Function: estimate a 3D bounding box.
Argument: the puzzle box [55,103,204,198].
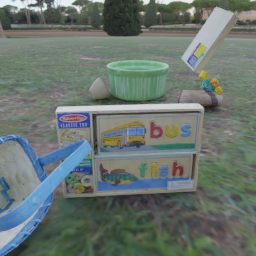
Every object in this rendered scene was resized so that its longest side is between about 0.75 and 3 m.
[{"bbox_3d":[0.054,0.424,5.196,2.603,1.732,0.331,-2,20,-5],"label":"puzzle box"}]

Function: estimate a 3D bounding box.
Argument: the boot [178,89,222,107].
[{"bbox_3d":[2.653,-0.997,10.167,1.462,0.703,2.000,9,24,16],"label":"boot"}]

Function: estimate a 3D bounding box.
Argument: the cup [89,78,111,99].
[{"bbox_3d":[-1.206,-1.528,11.423,0.628,0.878,0.878,-33,29,-7],"label":"cup"}]

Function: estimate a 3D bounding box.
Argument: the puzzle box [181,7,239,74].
[{"bbox_3d":[2.502,-2.763,8.809,0.248,1.949,1.297,24,26,-22],"label":"puzzle box"}]

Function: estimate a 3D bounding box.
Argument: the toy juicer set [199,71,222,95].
[{"bbox_3d":[3.290,-1.552,10.902,0.964,1.516,0.413,34,76,34],"label":"toy juicer set"}]

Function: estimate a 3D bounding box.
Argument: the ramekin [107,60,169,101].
[{"bbox_3d":[0.407,-2.064,11.987,2.598,1.269,2.598,0,22,0],"label":"ramekin"}]

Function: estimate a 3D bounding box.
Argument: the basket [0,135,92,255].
[{"bbox_3d":[-1.715,0.884,4.100,2.128,1.480,1.877,-23,11,28],"label":"basket"}]
